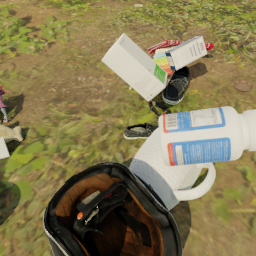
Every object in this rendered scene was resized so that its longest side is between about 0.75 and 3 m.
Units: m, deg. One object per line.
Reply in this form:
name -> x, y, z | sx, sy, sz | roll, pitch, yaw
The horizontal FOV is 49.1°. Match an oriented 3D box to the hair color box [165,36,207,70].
hair color box -> 2.169, -2.794, 10.428 | 1.460, 0.730, 0.442 | -29, 23, -13

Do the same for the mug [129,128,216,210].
mug -> 1.148, 1.244, 7.530 | 2.414, 1.782, 2.117 | -1, 35, 42

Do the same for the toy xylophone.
toy xylophone -> 1.088, -2.480, 12.051 | 2.155, 0.740, 2.944 | -9, 34, 24

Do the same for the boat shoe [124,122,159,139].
boat shoe -> 0.581, 0.035, 10.030 | 1.468, 0.487, 0.548 | -4, 43, -5

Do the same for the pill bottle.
pill bottle -> 1.826, 0.172, 6.233 | 2.155, 1.209, 1.209 | -6, 41, 12

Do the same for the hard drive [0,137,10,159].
hard drive -> -4.491, 0.758, 9.096 | 1.050, 0.692, 0.138 | -15, 26, -15

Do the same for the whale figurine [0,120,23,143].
whale figurine -> -4.447, 0.282, 9.668 | 1.481, 0.769, 1.178 | -5, 73, -35

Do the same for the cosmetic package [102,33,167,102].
cosmetic package -> 0.240, -1.821, 8.455 | 1.881, 0.798, 1.012 | 39, 34, -17

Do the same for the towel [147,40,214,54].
towel -> 2.470, -3.757, 13.232 | 2.611, 0.294, 1.888 | -4, 4, -23

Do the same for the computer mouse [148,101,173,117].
computer mouse -> 2.099, -0.549, 10.664 | 2.984, 0.508, 0.875 | 21, 48, 22

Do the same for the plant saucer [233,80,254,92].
plant saucer -> 5.065, -1.836, 12.331 | 0.868, 0.149, 0.868 | 0, 42, 0

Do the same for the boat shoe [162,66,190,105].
boat shoe -> 2.083, -1.858, 11.911 | 0.913, 0.761, 2.446 | 18, 47, 16

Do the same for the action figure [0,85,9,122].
action figure -> -5.342, -0.858, 10.260 | 1.523, 1.693, 2.274 | 13, 58, 23

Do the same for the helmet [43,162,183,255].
helmet -> -0.247, 2.329, 5.964 | 2.747, 2.619, 2.747 | -25, 23, 11
